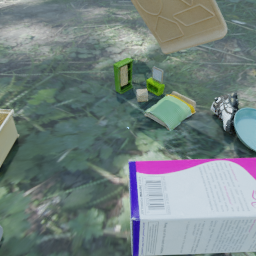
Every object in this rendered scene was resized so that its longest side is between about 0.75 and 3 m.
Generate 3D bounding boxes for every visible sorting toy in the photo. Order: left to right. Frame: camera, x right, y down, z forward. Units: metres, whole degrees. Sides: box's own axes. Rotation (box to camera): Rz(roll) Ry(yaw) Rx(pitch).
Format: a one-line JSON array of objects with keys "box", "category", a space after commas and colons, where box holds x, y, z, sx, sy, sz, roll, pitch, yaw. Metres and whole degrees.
[{"box": [1.537, -3.055, 6.701, 2.933, 2.168, 0.432, -4, 43, 45], "category": "sorting toy"}]

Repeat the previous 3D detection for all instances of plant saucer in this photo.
[{"box": [3.421, 0.113, 7.469, 1.461, 0.263, 1.461, 9, 55, -13], "category": "plant saucer"}]

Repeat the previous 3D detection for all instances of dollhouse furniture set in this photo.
[{"box": [0.773, -1.189, 8.627, 1.361, 1.051, 2.723, -33, 51, -31], "category": "dollhouse furniture set"}]

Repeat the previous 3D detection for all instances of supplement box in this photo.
[{"box": [1.337, 1.482, 5.342, 2.608, 1.348, 1.320, -2, 40, 0], "category": "supplement box"}]

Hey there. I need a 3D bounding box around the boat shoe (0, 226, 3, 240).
[{"box": [-2.928, 2.436, 4.857, 0.518, 0.628, 1.830, 7, 35, 14], "category": "boat shoe"}]

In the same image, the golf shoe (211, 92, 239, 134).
[{"box": [2.807, -0.408, 8.182, 0.776, 0.638, 1.642, -2, 36, 25], "category": "golf shoe"}]

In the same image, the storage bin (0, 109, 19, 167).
[{"box": [-4.005, 0.428, 6.883, 1.921, 0.907, 1.935, 4, 42, 3], "category": "storage bin"}]
